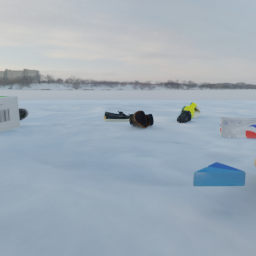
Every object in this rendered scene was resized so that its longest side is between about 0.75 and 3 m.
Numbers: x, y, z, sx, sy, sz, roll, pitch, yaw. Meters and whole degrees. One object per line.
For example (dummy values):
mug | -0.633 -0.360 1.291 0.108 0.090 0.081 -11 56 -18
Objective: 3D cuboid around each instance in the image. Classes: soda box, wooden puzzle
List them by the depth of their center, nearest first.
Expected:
wooden puzzle | 2.199 0.610 2.668 2.833 0.331 1.911 4 4 25
soda box | 3.055 -0.007 6.904 1.483 0.471 0.506 1 7 12

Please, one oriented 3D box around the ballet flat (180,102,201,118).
ballet flat | 2.954 -0.748 12.814 0.680 0.678 2.029 26 18 19

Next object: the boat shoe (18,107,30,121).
boat shoe | -3.909 -0.368 9.261 1.305 0.456 0.432 -8 21 8

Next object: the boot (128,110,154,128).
boot | 0.251 -0.220 8.839 0.725 0.559 1.496 -8 -6 24

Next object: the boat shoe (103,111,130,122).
boat shoe | -0.296 -0.467 10.927 1.333 0.415 0.497 0 5 -7

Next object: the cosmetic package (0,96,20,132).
cosmetic package | -4.475 -0.417 8.111 2.330 0.988 1.254 4 12 22

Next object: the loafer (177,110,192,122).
loafer | 2.135 -0.455 10.646 0.433 0.447 1.274 3 8 26
